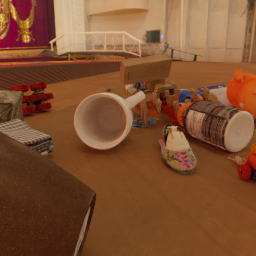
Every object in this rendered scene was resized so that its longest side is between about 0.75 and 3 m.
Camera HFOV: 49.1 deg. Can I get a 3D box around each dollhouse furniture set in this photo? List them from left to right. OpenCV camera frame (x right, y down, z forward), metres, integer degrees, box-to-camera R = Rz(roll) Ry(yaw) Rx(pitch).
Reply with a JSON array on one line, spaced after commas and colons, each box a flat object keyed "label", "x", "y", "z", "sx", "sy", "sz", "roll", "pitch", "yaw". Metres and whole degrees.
[{"label": "dollhouse furniture set", "x": 0.132, "y": -2.086, "z": 11.481, "sx": 2.377, "sy": 2.500, "sz": 2.037, "roll": -13, "pitch": 47, "yaw": -16}, {"label": "dollhouse furniture set", "x": 1.833, "y": -0.863, "z": 11.446, "sx": 2.751, "sy": 1.417, "sz": 2.721, "roll": -7, "pitch": 26, "yaw": -5}]

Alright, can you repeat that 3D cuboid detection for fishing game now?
[{"label": "fishing game", "x": 0.554, "y": -0.259, "z": 10.969, "sx": 1.075, "sy": 0.233, "sz": 1.501, "roll": 16, "pitch": 26, "yaw": 40}]

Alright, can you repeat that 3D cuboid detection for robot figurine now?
[{"label": "robot figurine", "x": 4.743, "y": -1.321, "z": 10.911, "sx": 1.484, "sy": 1.831, "sz": 2.545, "roll": -3, "pitch": 20, "yaw": 2}]

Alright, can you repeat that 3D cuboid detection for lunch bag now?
[{"label": "lunch bag", "x": -5.004, "y": -0.453, "z": 9.411, "sx": 2.601, "sy": 1.529, "sz": 2.133, "roll": 1, "pitch": 17, "yaw": -14}]

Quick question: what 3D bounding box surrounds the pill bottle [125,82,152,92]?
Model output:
[{"label": "pill bottle", "x": 0.996, "y": -2.949, "z": 18.027, "sx": 2.188, "sy": 1.214, "sz": 1.214, "roll": -6, "pitch": 18, "yaw": -18}]

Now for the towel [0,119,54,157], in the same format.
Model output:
[{"label": "towel", "x": -3.180, "y": 0.449, "z": 7.497, "sx": 1.625, "sy": 0.840, "sz": 1.963, "roll": 15, "pitch": 22, "yaw": 30}]

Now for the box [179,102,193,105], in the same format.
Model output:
[{"label": "box", "x": 2.725, "y": -0.756, "z": 12.310, "sx": 1.289, "sy": 0.376, "sz": 1.883, "roll": -3, "pitch": 17, "yaw": -3}]

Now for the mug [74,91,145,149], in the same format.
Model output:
[{"label": "mug", "x": -0.401, "y": -0.448, "z": 8.703, "sx": 2.165, "sy": 1.599, "sz": 1.898, "roll": -34, "pitch": 2, "yaw": 11}]

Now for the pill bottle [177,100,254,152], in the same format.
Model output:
[{"label": "pill bottle", "x": 2.626, "y": -0.181, "z": 8.938, "sx": 1.266, "sy": 1.266, "sz": 2.383, "roll": -9, "pitch": 20, "yaw": -28}]

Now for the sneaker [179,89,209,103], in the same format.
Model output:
[{"label": "sneaker", "x": 3.316, "y": -1.384, "z": 13.422, "sx": 2.405, "sy": 0.923, "sz": 1.338, "roll": 0, "pitch": 7, "yaw": -23}]

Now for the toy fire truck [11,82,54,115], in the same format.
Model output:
[{"label": "toy fire truck", "x": -4.669, "y": -1.248, "z": 12.826, "sx": 1.868, "sy": 1.247, "sz": 2.224, "roll": -10, "pitch": 6, "yaw": 39}]

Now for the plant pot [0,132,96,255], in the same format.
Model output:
[{"label": "plant pot", "x": -1.752, "y": 1.104, "z": 3.811, "sx": 2.428, "sy": 2.269, "sz": 2.269, "roll": 16, "pitch": 18, "yaw": 2}]

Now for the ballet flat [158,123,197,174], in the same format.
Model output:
[{"label": "ballet flat", "x": 1.293, "y": 0.407, "z": 7.760, "sx": 0.810, "sy": 0.834, "sz": 2.344, "roll": -3, "pitch": 17, "yaw": -3}]

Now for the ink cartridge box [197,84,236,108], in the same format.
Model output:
[{"label": "ink cartridge box", "x": 4.527, "y": -1.418, "z": 12.776, "sx": 2.039, "sy": 0.450, "sz": 2.077, "roll": -13, "pitch": 54, "yaw": -34}]

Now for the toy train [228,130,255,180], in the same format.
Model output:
[{"label": "toy train", "x": 3.065, "y": 0.558, "z": 6.556, "sx": 0.914, "sy": 1.249, "sz": 2.159, "roll": -5, "pitch": 18, "yaw": -18}]
